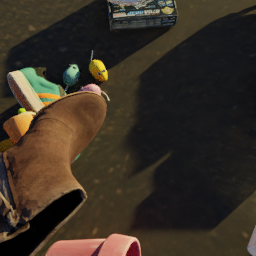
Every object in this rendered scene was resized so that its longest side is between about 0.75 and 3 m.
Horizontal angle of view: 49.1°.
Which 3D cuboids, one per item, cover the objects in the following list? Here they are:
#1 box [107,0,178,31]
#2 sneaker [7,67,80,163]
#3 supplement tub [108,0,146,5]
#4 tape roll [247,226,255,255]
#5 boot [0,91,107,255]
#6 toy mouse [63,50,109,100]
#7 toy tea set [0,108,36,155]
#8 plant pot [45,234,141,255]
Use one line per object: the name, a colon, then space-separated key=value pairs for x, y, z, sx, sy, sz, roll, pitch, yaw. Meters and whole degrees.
box: x=0.407 y=-3.954 z=8.869 sx=2.097 sy=0.482 sz=1.667 roll=-6 pitch=68 yaw=-2
sneaker: x=-1.878 y=-0.452 z=7.135 sx=1.114 sy=0.995 sz=2.789 roll=-30 pitch=81 yaw=-32
supplement tub: x=-0.081 y=-3.421 z=5.579 sx=1.673 sy=1.673 sz=2.301 roll=-7 pitch=32 yaw=-3
tape roll: x=3.480 y=2.491 z=5.309 sx=2.181 sy=2.181 sz=0.763 roll=27 pitch=70 yaw=11
boot: x=-0.981 y=0.527 z=3.758 sx=2.904 sy=2.416 sz=1.051 roll=-41 pitch=116 yaw=-20
toy mouse: x=-1.295 y=-1.316 z=7.853 sx=1.591 sy=0.346 sz=1.790 roll=-29 pitch=70 yaw=-11
toy tea set: x=-3.401 y=0.361 z=6.428 sx=2.901 sy=1.725 sz=1.073 roll=-26 pitch=78 yaw=-9
plant pot: x=-0.755 y=2.955 z=5.444 sx=1.630 sy=1.822 sz=1.822 roll=3 pitch=67 yaw=18
